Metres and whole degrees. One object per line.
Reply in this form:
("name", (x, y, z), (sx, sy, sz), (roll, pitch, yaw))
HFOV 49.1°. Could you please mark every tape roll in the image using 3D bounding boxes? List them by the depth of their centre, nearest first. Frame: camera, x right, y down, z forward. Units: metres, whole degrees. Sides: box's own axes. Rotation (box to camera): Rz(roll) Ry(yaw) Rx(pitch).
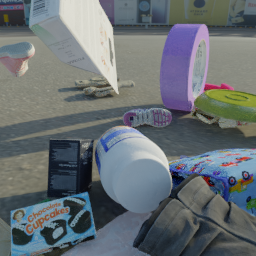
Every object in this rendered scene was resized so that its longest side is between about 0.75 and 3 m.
("tape roll", (2.063, -2.096, 9.877), (0.967, 2.947, 2.947), (11, 25, 23))

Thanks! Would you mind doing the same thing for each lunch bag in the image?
("lunch bag", (1.688, 0.876, 5.331), (1.837, 1.148, 2.441), (-11, 13, -23))

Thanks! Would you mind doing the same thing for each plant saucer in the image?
("plant saucer", (3.344, -0.781, 8.642), (2.560, 0.398, 2.560), (4, 22, -1))

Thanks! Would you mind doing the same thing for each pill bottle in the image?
("pill bottle", (0.047, 0.676, 5.011), (1.163, 1.163, 2.076), (-4, 11, -11))

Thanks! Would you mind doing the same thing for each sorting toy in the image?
("sorting toy", (-2.198, 1.662, 4.026), (2.193, 0.437, 2.966), (16, 27, 35))

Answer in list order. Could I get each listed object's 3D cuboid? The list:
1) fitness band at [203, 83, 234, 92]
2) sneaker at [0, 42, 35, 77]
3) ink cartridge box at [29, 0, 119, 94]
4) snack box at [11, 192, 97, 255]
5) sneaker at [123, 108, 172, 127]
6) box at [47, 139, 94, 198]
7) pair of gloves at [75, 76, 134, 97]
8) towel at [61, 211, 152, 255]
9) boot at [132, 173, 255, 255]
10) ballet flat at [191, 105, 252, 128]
("fitness band", (3.686, -1.627, 12.156), (1.518, 0.395, 2.113), (-2, 21, -4))
("sneaker", (-3.320, -2.083, 8.708), (1.832, 0.958, 0.690), (9, 51, 38))
("ink cartridge box", (-1.018, -2.222, 6.106), (0.690, 2.217, 2.755), (-11, -24, 13))
("snack box", (-1.076, 1.392, 4.039), (1.143, 0.212, 0.664), (-13, 53, -9))
("sneaker", (0.611, -0.378, 8.889), (1.524, 0.613, 0.674), (-1, 15, 1))
("box", (-1.031, 0.700, 5.202), (0.571, 0.999, 1.097), (1, -3, 5))
("pair of gloves", (-1.123, -1.924, 12.818), (2.210, 0.456, 2.599), (-14, 23, -22))
("towel", (0.116, 1.871, 3.737), (1.730, 0.292, 1.811), (21, 30, 40))
("boot", (1.516, 1.208, 3.719), (2.748, 0.959, 1.809), (-20, 51, -42))
("ballet flat", (2.880, -0.337, 8.817), (0.676, 0.800, 2.115), (-46, 38, -20))
